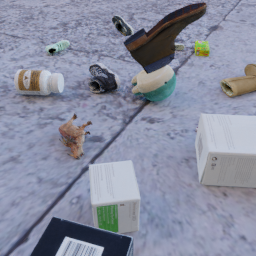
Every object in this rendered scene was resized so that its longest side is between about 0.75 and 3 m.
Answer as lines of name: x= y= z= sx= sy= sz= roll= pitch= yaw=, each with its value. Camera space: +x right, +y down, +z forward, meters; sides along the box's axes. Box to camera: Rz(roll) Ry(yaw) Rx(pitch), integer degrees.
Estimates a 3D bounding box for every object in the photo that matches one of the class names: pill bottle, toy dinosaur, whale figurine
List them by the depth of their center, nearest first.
toy dinosaur: x=-1.660 y=0.162 z=8.105 sx=1.042 sy=0.660 sz=1.538 roll=-36 pitch=44 yaw=-29
pill bottle: x=-3.199 y=-1.655 z=10.210 sx=1.573 sy=0.899 sz=0.899 roll=3 pitch=37 yaw=5
whale figurine: x=0.913 y=-1.617 z=10.241 sx=1.681 sy=1.096 sz=2.113 roll=-39 pitch=24 yaw=-11

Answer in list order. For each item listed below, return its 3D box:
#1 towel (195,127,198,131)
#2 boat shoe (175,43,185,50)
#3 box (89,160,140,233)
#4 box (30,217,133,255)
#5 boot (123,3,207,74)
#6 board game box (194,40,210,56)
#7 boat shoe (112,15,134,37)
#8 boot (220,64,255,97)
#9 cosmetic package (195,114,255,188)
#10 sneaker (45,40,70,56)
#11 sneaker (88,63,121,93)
towel: x=2.525 y=0.007 z=8.727 sx=0.556 sy=0.088 sz=0.772 roll=31 pitch=49 yaw=31
boat shoe: x=2.295 y=-4.048 z=13.875 sx=1.026 sy=0.358 sz=0.365 roll=10 pitch=25 yaw=9
box: x=-0.294 y=1.478 z=5.944 sx=0.955 sy=1.109 sz=1.115 roll=-6 pitch=38 yaw=-7
box: x=-0.641 y=2.357 z=4.264 sx=1.288 sy=1.735 sz=0.929 roll=10 pitch=38 yaw=13
boot: x=1.078 y=-2.250 z=7.136 sx=2.194 sy=1.063 sz=0.820 roll=-21 pitch=30 yaw=24
board game box: x=3.604 y=-3.896 z=13.662 sx=0.638 sy=0.299 sz=1.257 roll=5 pitch=38 yaw=7
boat shoe: x=-0.264 y=-3.552 z=9.714 sx=0.334 sy=0.419 sz=1.107 roll=-29 pitch=55 yaw=-25
boot: x=4.377 y=-1.891 z=10.797 sx=1.834 sy=0.607 sz=1.607 roll=-11 pitch=39 yaw=-13
cosmetic package: x=3.298 y=0.571 z=7.096 sx=2.924 sy=1.186 sz=1.650 roll=5 pitch=38 yaw=5
sneaker: x=-3.319 y=-3.829 z=13.443 sx=1.210 sy=0.445 sz=0.714 roll=-22 pitch=36 yaw=-12
sneaker: x=-1.182 y=-1.915 z=10.726 sx=1.040 sy=0.689 sz=1.827 roll=-25 pitch=46 yaw=-33
